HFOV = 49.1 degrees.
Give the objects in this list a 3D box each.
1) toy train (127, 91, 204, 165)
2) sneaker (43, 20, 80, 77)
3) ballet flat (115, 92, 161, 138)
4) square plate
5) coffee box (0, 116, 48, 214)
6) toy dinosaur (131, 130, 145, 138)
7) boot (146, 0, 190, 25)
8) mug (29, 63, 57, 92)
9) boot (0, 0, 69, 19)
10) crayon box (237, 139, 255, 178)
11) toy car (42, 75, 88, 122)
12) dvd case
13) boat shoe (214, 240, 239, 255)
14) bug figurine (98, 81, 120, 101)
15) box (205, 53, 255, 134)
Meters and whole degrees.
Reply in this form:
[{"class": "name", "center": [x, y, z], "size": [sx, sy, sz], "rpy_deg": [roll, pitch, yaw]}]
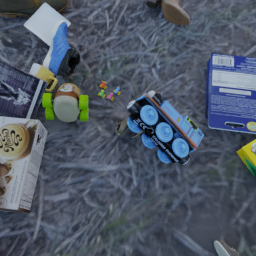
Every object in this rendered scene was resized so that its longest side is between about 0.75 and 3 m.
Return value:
[{"class": "toy train", "center": [1.100, -0.048, 8.601], "size": [2.550, 1.105, 1.457], "rpy_deg": [45, 54, -9]}, {"class": "sneaker", "center": [-2.237, -2.894, 10.284], "size": [1.217, 0.840, 2.187], "rpy_deg": [10, 73, 10]}, {"class": "ballet flat", "center": [0.317, -0.534, 9.521], "size": [0.485, 0.705, 2.094], "rpy_deg": [41, 80, 12]}, {"class": "square plate", "center": [-3.123, -4.011, 10.905], "size": [1.275, 0.183, 1.287], "rpy_deg": [38, 77, -5]}, {"class": "coffee box", "center": [-3.619, 1.123, 8.615], "size": [1.547, 1.093, 2.738], "rpy_deg": [6, 69, 2]}, {"class": "toy dinosaur", "center": [0.534, 0.046, 9.538], "size": [0.462, 0.266, 0.915], "rpy_deg": [28, 83, 27]}, {"class": "boot", "center": [1.784, -5.168, 11.278], "size": [2.164, 0.760, 1.582], "rpy_deg": [30, 64, 4]}, {"class": "mug", "center": [-3.111, -1.675, 9.821], "size": [1.045, 0.837, 0.858], "rpy_deg": [14, 73, 50]}, {"class": "boot", "center": [-3.841, -5.071, 10.827], "size": [2.938, 1.424, 1.097], "rpy_deg": [-8, 69, -3]}, {"class": "crayon box", "center": [4.811, 0.931, 8.984], "size": [1.908, 0.556, 1.646], "rpy_deg": [-28, 70, -10]}, {"class": "toy car", "center": [-2.025, -1.187, 9.506], "size": [1.397, 1.342, 1.701], "rpy_deg": [2, 58, -6]}, {"class": "dvd case", "center": [-4.019, -1.231, 9.616], "size": [2.288, 0.183, 1.701], "rpy_deg": [25, 100, 10]}, {"class": "boat shoe", "center": [3.089, 3.822, 7.923], "size": [0.468, 0.549, 1.644], "rpy_deg": [-30, 76, -24]}, {"class": "bug figurine", "center": [-0.705, -1.332, 10.044], "size": [0.810, 0.208, 0.628], "rpy_deg": [22, 71, 8]}, {"class": "box", "center": [3.675, -1.195, 9.835], "size": [1.807, 0.483, 2.983], "rpy_deg": [8, 68, 3]}]
